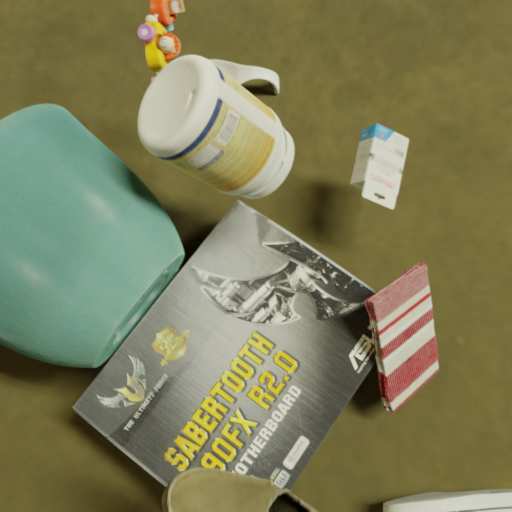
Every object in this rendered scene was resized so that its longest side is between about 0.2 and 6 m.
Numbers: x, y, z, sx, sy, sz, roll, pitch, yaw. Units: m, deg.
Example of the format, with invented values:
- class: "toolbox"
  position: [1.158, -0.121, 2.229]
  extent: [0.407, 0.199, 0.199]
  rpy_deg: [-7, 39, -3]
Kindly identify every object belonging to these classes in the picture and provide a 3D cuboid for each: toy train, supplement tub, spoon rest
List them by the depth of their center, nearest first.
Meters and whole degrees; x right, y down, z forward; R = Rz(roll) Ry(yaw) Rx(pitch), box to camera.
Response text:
- class: "supplement tub"
  position: [-0.455, -1.530, 7.067]
  extent: [1.278, 1.770, 1.278]
  rpy_deg: [-17, 62, 35]
- class: "toy train"
  position: [-1.106, -2.707, 7.594]
  extent: [0.496, 1.785, 1.341]
  rpy_deg: [-2, 31, 9]
- class: "spoon rest"
  position: [-0.403, -3.214, 10.207]
  extent: [1.658, 0.502, 0.824]
  rpy_deg: [0, 74, -1]

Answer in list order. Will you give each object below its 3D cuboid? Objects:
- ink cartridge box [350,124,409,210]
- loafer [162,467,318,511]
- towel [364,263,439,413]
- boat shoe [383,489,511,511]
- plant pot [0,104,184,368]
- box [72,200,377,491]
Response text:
- class: "ink cartridge box"
  position: [1.843, -1.317, 8.480]
  extent: [0.666, 0.384, 1.151]
  rpy_deg: [18, 81, -27]
- class: "loafer"
  position: [0.043, 2.507, 5.351]
  extent: [2.097, 0.707, 0.797]
  rpy_deg: [12, 45, 17]
- class: "towel"
  position: [2.205, 1.205, 8.301]
  extent: [1.361, 0.215, 1.890]
  rpy_deg: [-27, 114, -34]
- class: "boat shoe"
  position: [3.007, 3.829, 8.023]
  extent: [2.334, 0.828, 0.815]
  rpy_deg: [0, 71, -7]
- class: "plant pot"
  position: [-2.655, -0.004, 7.953]
  extent: [2.644, 3.294, 3.294]
  rpy_deg: [37, 77, 1]
- class: "box"
  position: [-0.181, 1.629, 8.532]
  extent: [3.194, 0.975, 4.033]
  rpy_deg: [36, 76, 9]
